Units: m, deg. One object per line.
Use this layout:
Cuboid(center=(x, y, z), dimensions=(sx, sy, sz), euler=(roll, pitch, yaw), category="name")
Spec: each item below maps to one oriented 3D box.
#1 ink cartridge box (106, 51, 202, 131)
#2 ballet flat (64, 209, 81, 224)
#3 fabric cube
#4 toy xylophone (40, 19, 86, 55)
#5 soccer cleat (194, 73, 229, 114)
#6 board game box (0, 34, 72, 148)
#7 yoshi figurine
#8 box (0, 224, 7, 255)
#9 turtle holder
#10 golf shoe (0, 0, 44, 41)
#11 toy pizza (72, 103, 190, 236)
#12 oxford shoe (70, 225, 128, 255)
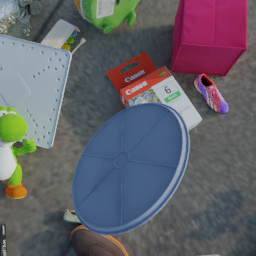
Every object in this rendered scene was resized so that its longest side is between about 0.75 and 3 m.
Cuboid(center=(0.656, -0.942, 8.091), dimensions=(1.544, 0.713, 2.833), euler=(-30, 78, -8), category="ink cartridge box")
Cuboid(center=(-1.161, 2.386, 7.416), dimensions=(1.102, 0.372, 0.344), euler=(11, 79, 2), category="ballet flat")
Cuboid(center=(2.254, -2.681, 8.034), dimensions=(1.760, 1.727, 1.754), euler=(5, 75, 1), category="fabric cube")
Cuboid(center=(-2.075, -2.583, 8.680), dimensions=(1.227, 0.421, 1.675), euler=(39, 79, 9), category="toy xylophone")
Cuboid(center=(2.477, -1.001, 8.228), dimensions=(0.468, 0.502, 1.371), euler=(-33, 78, -8), category="soccer cleat")
Cuboid(center=(-3.123, -1.070, 7.853), dimensions=(2.737, 0.354, 2.736), euler=(14, 97, 3), category="board game box")
Cuboid(center=(-3.123, 0.622, 7.181), dimensions=(1.352, 1.357, 2.414), euler=(1, 88, 12), category="yoshi figurine")
Cuboid(center=(-3.972, 3.246, 7.211), dimensions=(1.582, 0.344, 1.267), euler=(-8, 76, -2), category="box")
Cuboid(center=(-0.549, -4.157, 8.408), dimensions=(2.368, 1.799, 1.681), euler=(-46, 63, -6), category="turtle holder")
Cuboid(center=(-3.693, -3.395, 8.774), dimensions=(1.327, 1.069, 2.730), euler=(16, 74, 29), category="golf shoe")
Cuboid(center=(0.000, 0.651, 5.043), dimensions=(2.567, 0.407, 2.567), euler=(-27, 42, 27), category="toy pizza")
Cuboid(center=(-0.384, 3.529, 6.690), dimensions=(2.869, 1.041, 1.021), euler=(42, 96, 10), category="oxford shoe")
